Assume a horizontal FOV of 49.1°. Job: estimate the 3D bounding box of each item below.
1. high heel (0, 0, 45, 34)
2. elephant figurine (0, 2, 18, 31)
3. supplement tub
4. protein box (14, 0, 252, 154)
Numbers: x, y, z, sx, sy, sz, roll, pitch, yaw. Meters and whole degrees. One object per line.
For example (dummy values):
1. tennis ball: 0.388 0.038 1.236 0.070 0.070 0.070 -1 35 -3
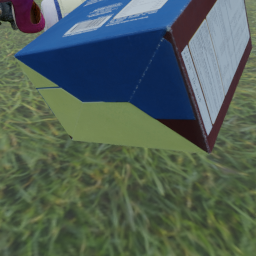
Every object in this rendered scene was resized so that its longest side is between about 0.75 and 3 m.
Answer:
1. high heel: -1.750 -2.325 5.270 1.041 0.730 2.166 -10 6 7
2. elephant figurine: -2.985 -2.598 5.981 1.245 1.136 1.605 -17 18 38
3. supplement tub: -0.940 -2.608 7.556 2.461 1.784 1.784 -11 36 -15
4. protein box: 0.308 -1.375 5.015 2.900 1.971 2.921 3 45 37
